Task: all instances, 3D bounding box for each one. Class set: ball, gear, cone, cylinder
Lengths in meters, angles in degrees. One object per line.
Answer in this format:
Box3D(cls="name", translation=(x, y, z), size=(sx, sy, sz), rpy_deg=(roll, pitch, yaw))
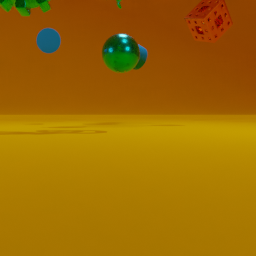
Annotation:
Box3D(cls="ball", translation=(-0.256, -2.680, 10.093), size=(1.380, 1.380, 1.380), rpy_deg=(0, 3, 0))
Box3D(cls="gear", translation=(-1.768, -2.700, 4.821), size=(1.478, 1.478, 0.273), rpy_deg=(0, -7, 0))
Box3D(cls="cone", translation=(-2.718, -3.062, 10.102), size=(0.858, 0.858, 0.861), rpy_deg=(0, 6, 4))
Box3D(cls="cylinder", translation=(0.123, -3.017, 11.478), size=(0.984, 0.984, 0.984), rpy_deg=(18, -9, -40))

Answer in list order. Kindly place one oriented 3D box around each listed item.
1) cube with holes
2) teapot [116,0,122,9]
Box3D(cls="cube with holes", translation=(2.478, -3.294, 8.618), size=(0.877, 0.877, 0.877), rpy_deg=(50, -9, -36))
Box3D(cls="teapot", translation=(-0.612, -3.773, 7.034), size=(1.824, 1.134, 0.893), rpy_deg=(45, -7, -32))
